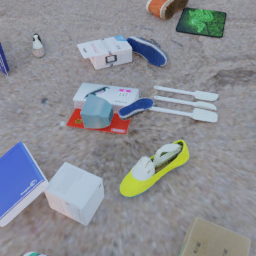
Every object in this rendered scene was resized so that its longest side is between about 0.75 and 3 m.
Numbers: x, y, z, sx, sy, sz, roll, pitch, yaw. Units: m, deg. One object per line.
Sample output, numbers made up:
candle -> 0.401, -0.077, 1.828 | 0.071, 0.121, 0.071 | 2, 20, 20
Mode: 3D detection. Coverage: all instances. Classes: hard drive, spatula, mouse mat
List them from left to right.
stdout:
hard drive -> -2.866, 1.268, 6.962 | 1.348, 0.259, 2.043 | -43, 41, -10
spatula -> 1.921, -0.887, 9.675 | 2.313, 0.186, 1.608 | 11, 49, 10
mouse mat -> 3.650, -5.266, 13.812 | 2.222, 0.104, 2.761 | 12, 47, 12

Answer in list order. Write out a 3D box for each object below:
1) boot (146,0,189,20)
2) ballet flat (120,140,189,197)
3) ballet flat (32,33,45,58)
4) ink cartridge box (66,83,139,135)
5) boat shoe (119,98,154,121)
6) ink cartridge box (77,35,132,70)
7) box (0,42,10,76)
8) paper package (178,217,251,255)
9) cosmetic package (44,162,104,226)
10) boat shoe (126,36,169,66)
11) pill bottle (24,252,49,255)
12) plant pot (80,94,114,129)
boot -> 2.124, -6.622, 14.478 | 1.450, 1.014, 2.704 | 30, 57, 31
ballet flat -> 0.707, 0.969, 7.466 | 2.271, 0.761, 0.759 | -27, 44, -22
ballet flat -> -3.887, -3.578, 11.957 | 0.513, 0.507, 1.508 | -14, 49, -13
ink cartridge box -> -0.829, -0.698, 9.234 | 2.074, 0.452, 1.800 | 8, 46, 11
boat shoe -> 0.244, -0.576, 8.644 | 1.181, 0.427, 0.426 | -20, 65, -13
ink cartridge box -> -0.947, -3.038, 11.343 | 1.968, 0.657, 1.140 | -16, 49, -15
box -> -5.252, -3.013, 10.904 | 0.342, 1.278, 2.109 | -34, 56, -29
paper package -> 1.751, 2.776, 5.891 | 1.301, 0.706, 1.365 | 19, 51, 17
cosmetic package -> -1.279, 1.596, 6.845 | 1.097, 0.918, 0.912 | 20, 50, 18
boat shoe -> 0.926, -3.285, 11.503 | 0.787, 0.785, 2.174 | -30, 56, -33
pill bottle -> -1.108, 3.141, 5.234 | 2.062, 1.166, 1.166 | 9, 48, 9
plant pot -> -0.886, -0.446, 8.555 | 0.807, 0.792, 0.790 | 12, 57, 11
